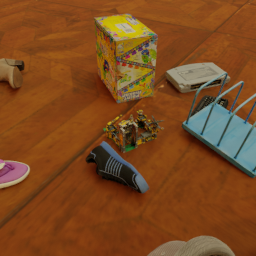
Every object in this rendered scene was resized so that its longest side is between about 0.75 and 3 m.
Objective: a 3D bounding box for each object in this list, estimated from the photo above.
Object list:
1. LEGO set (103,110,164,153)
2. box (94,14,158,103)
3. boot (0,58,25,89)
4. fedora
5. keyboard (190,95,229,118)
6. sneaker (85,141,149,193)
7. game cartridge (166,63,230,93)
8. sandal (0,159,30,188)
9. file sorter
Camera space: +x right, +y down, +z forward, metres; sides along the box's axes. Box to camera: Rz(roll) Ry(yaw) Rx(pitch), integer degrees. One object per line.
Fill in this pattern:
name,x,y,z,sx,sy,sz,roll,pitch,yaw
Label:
LEGO set,0.147,-0.108,8.524,1.716,0.994,1.320,-14,41,-16
box,-0.168,-2.677,10.581,1.519,2.398,2.490,-14,42,-17
boot,-5.122,-2.153,11.384,1.576,0.757,2.156,-9,38,-1
fedora,0.726,2.809,4.483,2.469,2.184,1.115,-49,27,-24
keyboard,2.864,-0.459,9.548,1.323,0.283,2.204,20,44,23
sneaker,-0.318,1.159,7.319,0.751,0.676,1.928,-41,55,-16
game cartridge,2.797,-2.130,11.513,2.279,0.461,1.519,-13,44,-16
sandal,-3.811,1.078,7.390,2.319,0.570,0.944,2,39,3
file sorter,3.190,-0.244,8.026,1.739,1.537,2.506,-30,55,-33
